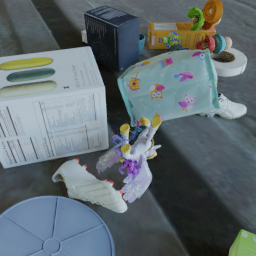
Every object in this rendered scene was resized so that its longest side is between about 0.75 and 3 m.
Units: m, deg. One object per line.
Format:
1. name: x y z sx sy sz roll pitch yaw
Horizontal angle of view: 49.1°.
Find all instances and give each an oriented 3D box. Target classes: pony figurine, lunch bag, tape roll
1. pony figurine: 0.144 0.662 7.040 1.833 1.899 1.581 -40 62 -15
2. lunch bag: 1.317 -1.356 8.374 2.542 1.820 2.984 -12 16 17
3. tape roll: 3.843 -2.791 11.544 2.002 0.366 2.002 0 42 0

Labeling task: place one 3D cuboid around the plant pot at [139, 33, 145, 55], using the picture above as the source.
1. plant pot: 0.338 -3.596 12.130 0.793 0.745 0.793 0 43 0

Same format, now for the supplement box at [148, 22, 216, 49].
1. supplement box: 2.339 -4.120 12.547 2.868 0.954 0.987 1 45 1

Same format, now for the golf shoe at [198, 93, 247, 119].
1. golf shoe: 3.084 -0.743 9.043 1.616 0.786 0.633 1 42 -1

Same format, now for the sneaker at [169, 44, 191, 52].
1. sneaker: 2.150 -2.733 10.893 0.954 1.046 2.583 -6 41 -3

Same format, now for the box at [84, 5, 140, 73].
1. box: -0.624 -3.566 11.197 1.211 1.954 1.921 -33 52 -31

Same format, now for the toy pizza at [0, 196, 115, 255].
1. toy pizza: -1.496 2.393 5.424 2.537 0.402 2.537 14 33 -10

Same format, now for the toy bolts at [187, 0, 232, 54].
1. toy bolts: 3.564 -4.029 11.184 1.407 2.029 1.938 -11 0 -22

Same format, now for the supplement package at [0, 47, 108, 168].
1. supplement package: -2.232 -0.647 7.868 2.937 2.212 2.229 -10 44 -11

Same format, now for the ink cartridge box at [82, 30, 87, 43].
1. ink cartridge box: -1.343 -4.469 13.239 0.874 0.503 1.510 29 50 27

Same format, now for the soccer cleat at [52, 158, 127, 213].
1. soccer cleat: -0.942 1.501 6.723 2.166 0.751 0.840 27 54 35

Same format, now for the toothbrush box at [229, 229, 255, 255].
1. toothbrush box: 2.148 2.715 5.224 0.536 0.906 1.244 17 46 18
